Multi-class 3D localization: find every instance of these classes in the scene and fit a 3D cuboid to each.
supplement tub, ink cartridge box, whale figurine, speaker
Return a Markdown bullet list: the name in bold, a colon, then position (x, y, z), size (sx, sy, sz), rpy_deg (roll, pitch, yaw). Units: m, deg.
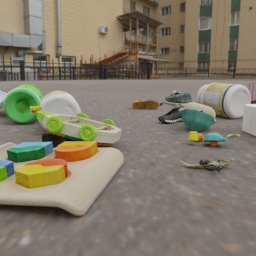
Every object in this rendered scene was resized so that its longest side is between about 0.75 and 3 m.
- **supplement tub**: position (-2.094, -0.509, 8.553), size (1.195, 1.195, 1.655), rpy_deg (-3, 12, -14)
- **ink cartridge box**: position (4.326, -0.074, 7.308), size (1.515, 0.878, 2.601), rpy_deg (-1, 12, -5)
- **supplement tub**: position (3.768, -1.134, 11.213), size (1.313, 1.313, 1.818), rpy_deg (-6, 14, -26)
- **whale figurine**: position (2.148, -0.253, 8.874), size (1.214, 0.792, 1.526), rpy_deg (18, -9, 4)
- **speaker**: position (-3.940, -1.004, 10.762), size (1.319, 1.319, 2.982), rpy_deg (-3, 12, -15)

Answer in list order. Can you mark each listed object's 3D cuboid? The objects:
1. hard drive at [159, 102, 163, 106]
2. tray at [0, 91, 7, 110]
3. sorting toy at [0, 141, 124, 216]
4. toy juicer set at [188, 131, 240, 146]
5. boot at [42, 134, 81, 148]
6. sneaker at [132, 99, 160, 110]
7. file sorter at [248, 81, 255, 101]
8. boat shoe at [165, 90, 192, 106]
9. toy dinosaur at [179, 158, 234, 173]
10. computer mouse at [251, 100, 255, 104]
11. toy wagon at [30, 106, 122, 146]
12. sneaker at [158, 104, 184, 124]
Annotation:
- **hard drive**: position (1.107, -1.229, 14.368), size (0.804, 0.189, 1.152), rpy_deg (12, 17, 43)
- **tray**: position (-5.631, -0.970, 11.775), size (1.334, 0.276, 2.485), rpy_deg (-47, 30, -16)
- **sorting toy**: position (-1.609, 0.640, 4.890), size (2.654, 0.484, 2.456), rpy_deg (3, 12, 13)
- **toy juicer set**: position (2.180, 0.301, 7.058), size (1.225, 0.333, 0.779), rpy_deg (1, -6, 23)
- **boot**: position (-1.408, 0.281, 6.815), size (1.077, 0.391, 0.979), rpy_deg (6, 8, -45)
- **sneaker**: position (0.858, -1.158, 13.297), size (1.325, 0.497, 0.597), rpy_deg (2, 18, 5)
- **file sorter**: position (6.881, -1.617, 13.574), size (1.418, 1.279, 2.040), rpy_deg (-1, 12, 0)
- **boat shoe**: position (2.674, -1.628, 14.902), size (0.871, 0.739, 2.393), rpy_deg (-4, 13, -16)
- **toy dinosaur**: position (1.513, 0.690, 5.291), size (1.038, 0.246, 0.457), rpy_deg (1, -2, 5)
- **computer mouse**: position (5.180, -0.981, 12.126), size (1.959, 0.642, 2.790), rpy_deg (-3, 12, -18)
- **toy wagon**: position (-1.287, -0.084, 6.669), size (2.215, 0.438, 1.719), rpy_deg (13, 8, 10)
- **sneaker**: position (1.687, -0.532, 9.994), size (1.436, 0.650, 0.477), rpy_deg (-6, 13, -26)
